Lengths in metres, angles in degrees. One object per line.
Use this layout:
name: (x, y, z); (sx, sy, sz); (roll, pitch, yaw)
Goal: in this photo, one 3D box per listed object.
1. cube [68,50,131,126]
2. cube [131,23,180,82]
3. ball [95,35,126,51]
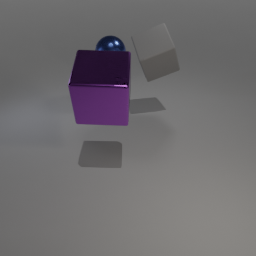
cube: (-0.651, -1.033, 7.278); (1.400, 1.400, 1.400); (2, 50, 1)
cube: (1.099, -2.955, 11.096); (1.400, 1.400, 1.400); (-20, 60, 8)
ball: (-0.791, -3.473, 12.733); (1.400, 1.400, 1.400); (0, 29, 0)
